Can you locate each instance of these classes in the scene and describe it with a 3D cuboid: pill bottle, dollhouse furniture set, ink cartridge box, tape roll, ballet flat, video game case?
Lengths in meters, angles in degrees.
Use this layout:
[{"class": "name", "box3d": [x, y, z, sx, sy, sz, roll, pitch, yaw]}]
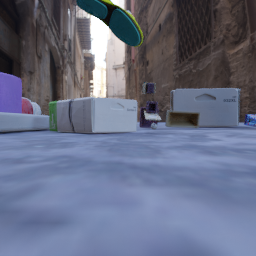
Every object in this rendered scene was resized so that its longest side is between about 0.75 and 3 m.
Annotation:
[{"class": "pill bottle", "box3d": [-3.323, -0.463, 8.135, 0.917, 0.917, 1.633, 1, 1, 21]}, {"class": "dollhouse furniture set", "box3d": [1.120, -0.423, 6.902, 1.565, 1.240, 1.111, 3, 17, -3]}, {"class": "ink cartridge box", "box3d": [2.495, -0.617, 9.454, 1.977, 1.141, 2.725, 0, 1, 12]}, {"class": "tape roll", "box3d": [-3.639, -0.682, 5.983, 2.571, 0.844, 2.571, -1, 1, 0]}, {"class": "ballet flat", "box3d": [-0.409, -3.421, 8.465, 2.530, 0.845, 0.848, 38, 45, 9]}, {"class": "video game case", "box3d": [-2.946, -0.098, 5.383, 2.609, 0.315, 2.863, 0, 0, 6]}, {"class": "ink cartridge box", "box3d": [-0.592, -0.195, 4.631, 0.918, 0.530, 1.261, -1, 2, -43]}]

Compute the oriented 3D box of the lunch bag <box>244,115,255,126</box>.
[{"class": "lunch bag", "box3d": [4.799, -0.201, 10.133, 0.678, 0.423, 0.900, 1, 13, -17]}]
